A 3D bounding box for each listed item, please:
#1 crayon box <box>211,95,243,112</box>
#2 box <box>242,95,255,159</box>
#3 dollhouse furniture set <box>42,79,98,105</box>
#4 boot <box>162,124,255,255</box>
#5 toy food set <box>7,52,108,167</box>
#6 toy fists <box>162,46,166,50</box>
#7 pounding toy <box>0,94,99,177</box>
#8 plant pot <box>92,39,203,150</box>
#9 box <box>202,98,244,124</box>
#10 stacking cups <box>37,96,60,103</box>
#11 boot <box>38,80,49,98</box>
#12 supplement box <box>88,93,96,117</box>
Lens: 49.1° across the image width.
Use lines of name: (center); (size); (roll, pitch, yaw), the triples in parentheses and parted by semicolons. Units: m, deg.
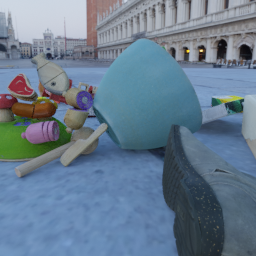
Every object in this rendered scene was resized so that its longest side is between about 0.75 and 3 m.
crayon box: (4.328, -0.961, 11.308); (1.151, 0.460, 1.813); (-3, 14, -13)
box: (3.482, 0.013, 6.285); (1.379, 1.129, 2.904); (4, 15, 15)
dollhouse furniture set: (-2.421, -1.609, 13.156); (2.778, 1.130, 1.495); (12, 6, -29)
boot: (1.525, 0.848, 3.921); (1.905, 0.988, 2.917); (5, 22, -2)
toy food set: (-1.744, -0.516, 6.012); (1.675, 0.415, 2.635); (-43, 68, -11)
toy fists: (0.766, -2.517, 10.116); (0.703, 0.474, 1.379); (-25, 12, -26)
pounding toy: (-2.208, -0.123, 6.485); (2.160, 1.298, 2.798); (-14, 20, -43)
plant pot: (0.201, -0.477, 6.477); (1.706, 2.533, 2.533); (-35, 25, -12)
box: (2.800, -0.476, 8.485); (2.171, 0.395, 1.567); (-15, -4, -43)
stacking cups: (-3.639, -1.270, 12.866); (1.018, 0.308, 0.308); (5, 15, 10)
boot: (-3.506, -2.068, 13.758); (1.747, 1.356, 0.670); (-5, 15, -17)
supplement box: (-0.688, -0.883, 10.500); (2.361, 0.719, 1.285); (0, 15, -5)
